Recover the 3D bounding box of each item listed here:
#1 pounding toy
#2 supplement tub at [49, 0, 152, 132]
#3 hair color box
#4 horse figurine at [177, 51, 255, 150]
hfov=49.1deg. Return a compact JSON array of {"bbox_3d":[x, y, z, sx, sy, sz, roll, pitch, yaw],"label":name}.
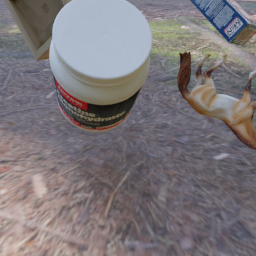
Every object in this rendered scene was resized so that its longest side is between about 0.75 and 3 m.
[{"bbox_3d":[-1.514,-2.977,6.298,1.903,2.067,1.469,-26,3,37],"label":"pounding toy"},{"bbox_3d":[-0.495,-0.929,4.773,1.541,2.196,1.541,3,72,-8],"label":"supplement tub"},{"bbox_3d":[2.349,-3.107,7.215,1.052,0.637,2.104,-14,65,-48],"label":"hair color box"},{"bbox_3d":[1.707,-0.577,4.986,2.070,1.372,0.517,26,-6,9],"label":"horse figurine"}]
